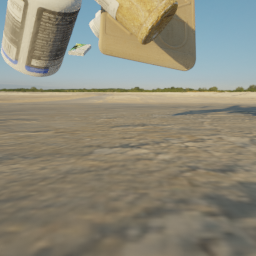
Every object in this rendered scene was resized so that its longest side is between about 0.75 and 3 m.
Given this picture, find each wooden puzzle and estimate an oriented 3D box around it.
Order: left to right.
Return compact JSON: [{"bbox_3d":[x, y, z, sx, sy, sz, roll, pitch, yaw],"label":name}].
[{"bbox_3d":[0.554,-3.136,7.600,2.733,2.951,0.683,7,-9,-20],"label":"wooden puzzle"}]

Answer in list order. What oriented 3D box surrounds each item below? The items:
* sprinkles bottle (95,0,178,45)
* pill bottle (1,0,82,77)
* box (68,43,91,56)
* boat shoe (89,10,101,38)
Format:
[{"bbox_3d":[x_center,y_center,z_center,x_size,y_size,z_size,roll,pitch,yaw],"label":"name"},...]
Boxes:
[{"bbox_3d":[-0.420,-2.765,5.025,2.812,0.960,0.960,44,12,4],"label":"sprinkles bottle"},{"bbox_3d":[-2.038,-2.759,6.714,1.588,1.588,2.792,-5,-36,-36],"label":"pill bottle"},{"bbox_3d":[-2.115,-3.469,12.380,0.711,0.179,0.985,9,37,11],"label":"box"},{"bbox_3d":[-0.726,-4.038,10.350,0.893,0.938,2.606,-28,17,21],"label":"boat shoe"}]
